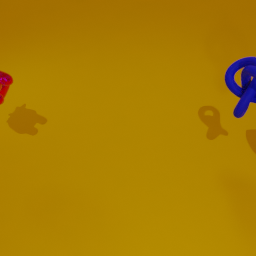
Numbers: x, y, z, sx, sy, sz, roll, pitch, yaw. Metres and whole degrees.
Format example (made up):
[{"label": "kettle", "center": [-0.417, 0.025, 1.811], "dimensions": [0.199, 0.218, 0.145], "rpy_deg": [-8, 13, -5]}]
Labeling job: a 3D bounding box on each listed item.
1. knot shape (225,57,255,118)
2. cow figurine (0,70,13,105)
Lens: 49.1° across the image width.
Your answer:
[{"label": "knot shape", "center": [2.503, -0.947, 5.864], "dimensions": [0.609, 1.318, 1.233], "rpy_deg": [0, 61, -11]}, {"label": "cow figurine", "center": [-3.135, -1.014, 5.910], "dimensions": [1.551, 1.576, 0.865], "rpy_deg": [21, 85, 33]}]
